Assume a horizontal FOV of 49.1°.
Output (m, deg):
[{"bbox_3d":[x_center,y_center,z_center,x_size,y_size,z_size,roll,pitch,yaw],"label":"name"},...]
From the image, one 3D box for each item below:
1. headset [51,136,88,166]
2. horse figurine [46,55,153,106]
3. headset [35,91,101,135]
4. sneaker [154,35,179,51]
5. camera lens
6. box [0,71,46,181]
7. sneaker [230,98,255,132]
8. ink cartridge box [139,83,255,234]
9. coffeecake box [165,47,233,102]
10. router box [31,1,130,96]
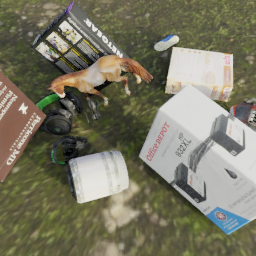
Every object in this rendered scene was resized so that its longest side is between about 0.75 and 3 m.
[{"bbox_3d":[-1.686,0.544,7.957,0.602,0.791,1.281,19,30,35],"label":"headset"},{"bbox_3d":[-0.733,-1.426,8.300,2.776,1.840,0.693,-20,56,21],"label":"horse figurine"},{"bbox_3d":[-1.943,-0.570,8.531,2.428,1.141,1.500,10,54,22],"label":"headset"},{"bbox_3d":[1.494,-3.405,11.162,0.996,0.382,0.554,-26,25,10],"label":"sneaker"},{"bbox_3d":[-0.810,1.226,7.180,1.406,1.125,1.125,-12,54,-16],"label":"camera lens"},{"bbox_3d":[-4.064,-0.387,7.032,2.246,2.736,2.270,23,73,20],"label":"box"},{"bbox_3d":[3.482,-0.274,7.984,0.879,0.934,2.280,39,32,-12],"label":"sneaker"},{"bbox_3d":[1.895,0.759,6.628,2.957,2.145,1.238,41,56,16],"label":"ink cartridge box"},{"bbox_3d":[2.476,-1.895,9.742,2.112,0.772,1.621,9,55,8],"label":"coffeecake box"},{"bbox_3d":[-1.371,-2.256,8.613,1.855,2.487,0.635,-26,40,34],"label":"router box"}]
